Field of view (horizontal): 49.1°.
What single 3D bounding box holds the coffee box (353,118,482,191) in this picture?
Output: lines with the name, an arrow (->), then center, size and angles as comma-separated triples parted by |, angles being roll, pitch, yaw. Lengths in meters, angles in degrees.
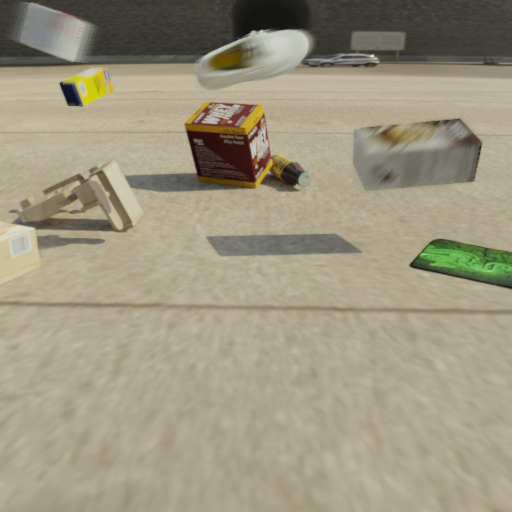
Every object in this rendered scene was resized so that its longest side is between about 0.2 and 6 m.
coffee box -> 2.522, -1.631, 8.964 | 1.759, 0.702, 0.994 | -5, 35, -1

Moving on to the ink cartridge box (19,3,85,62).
ink cartridge box -> -3.337, -3.653, 9.153 | 0.902, 0.657, 0.373 | 25, 11, 20

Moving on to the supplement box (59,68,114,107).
supplement box -> -3.076, -3.074, 10.194 | 0.438, 0.441, 0.805 | 15, 43, 37

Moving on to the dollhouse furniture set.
dollhouse furniture set -> -3.549, -0.705, 10.584 | 2.433, 1.188, 2.075 | -22, 20, 13

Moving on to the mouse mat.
mouse mat -> 3.580, 0.109, 8.959 | 1.883, 0.071, 1.515 | 12, 25, 29

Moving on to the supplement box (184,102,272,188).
supplement box -> -0.618, -2.640, 13.280 | 1.597, 1.619, 1.075 | 10, 45, 23

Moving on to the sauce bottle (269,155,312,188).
sauce bottle -> 0.826, -2.050, 13.585 | 0.582, 0.582, 1.763 | -9, 23, -21

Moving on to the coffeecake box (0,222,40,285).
coffeecake box -> -4.547, -0.053, 8.504 | 1.883, 0.688, 1.446 | 11, 24, 24

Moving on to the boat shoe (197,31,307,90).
boat shoe -> -0.023, -2.911, 8.014 | 1.721, 0.636, 0.734 | -17, 0, -8
